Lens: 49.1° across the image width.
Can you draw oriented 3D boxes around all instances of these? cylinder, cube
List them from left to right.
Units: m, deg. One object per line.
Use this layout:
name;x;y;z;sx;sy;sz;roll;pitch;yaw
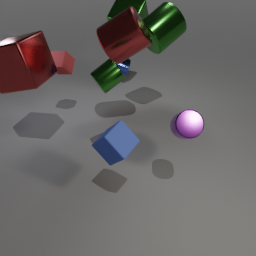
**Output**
cube;-3.301;-2.038;8.682;1.400;1.400;1.400;-5;30;21
cube;-2.627;-2.577;11.102;0.700;0.700;0.700;5;-11;23
cylinder;-0.573;-1.438;7.771;0.700;0.700;0.700;-39;39;-3
cube;-0.298;0.363;6.751;0.700;0.700;0.700;-47;10;-38
cylinder;-0.341;-2.469;10.931;0.700;0.700;0.700;19;28;-15
cylinder;-0.113;-3.106;9.471;1.400;1.400;1.400;-27;25;20
cube;0.042;-5.237;13.339;1.400;1.400;1.400;23;81;16
cylinder;1.281;-3.834;10.804;1.400;1.400;1.400;-42;42;-6
cylinder;1.459;-0.075;6.996;0.700;0.700;0.700;-1;-3;-2
